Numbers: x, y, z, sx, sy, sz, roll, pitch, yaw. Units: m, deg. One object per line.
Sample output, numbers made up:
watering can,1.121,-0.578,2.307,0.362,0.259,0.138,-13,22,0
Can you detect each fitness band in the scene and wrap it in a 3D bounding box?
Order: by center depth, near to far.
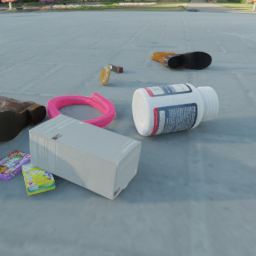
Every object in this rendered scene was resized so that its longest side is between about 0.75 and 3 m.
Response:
fitness band,-1.620,-0.567,9.573,2.016,0.525,2.806,-18,32,-26

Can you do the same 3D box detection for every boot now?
boot,-4.557,-0.498,8.884,2.909,0.934,2.711,15,18,20
boot,2.943,-3.873,15.778,2.673,0.972,2.839,-13,22,-8

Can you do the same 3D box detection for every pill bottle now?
pill bottle,1.454,-0.608,8.584,2.383,1.425,1.425,-8,29,-16

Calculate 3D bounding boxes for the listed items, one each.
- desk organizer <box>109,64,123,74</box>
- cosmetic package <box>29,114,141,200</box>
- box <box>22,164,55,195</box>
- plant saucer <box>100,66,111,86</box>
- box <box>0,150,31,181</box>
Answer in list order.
desk organizer,-0.627,-3.080,14.518,0.329,0.306,0.854,-17,32,-33
cosmetic package,-0.996,0.588,6.542,2.338,1.054,1.249,15,26,20
box,-2.068,1.164,6.484,0.622,0.256,1.059,-11,27,-22
plant saucer,-1.055,-2.343,12.476,0.159,0.899,0.899,11,20,-30
box,-2.913,0.916,7.010,0.652,0.186,0.953,12,30,22
